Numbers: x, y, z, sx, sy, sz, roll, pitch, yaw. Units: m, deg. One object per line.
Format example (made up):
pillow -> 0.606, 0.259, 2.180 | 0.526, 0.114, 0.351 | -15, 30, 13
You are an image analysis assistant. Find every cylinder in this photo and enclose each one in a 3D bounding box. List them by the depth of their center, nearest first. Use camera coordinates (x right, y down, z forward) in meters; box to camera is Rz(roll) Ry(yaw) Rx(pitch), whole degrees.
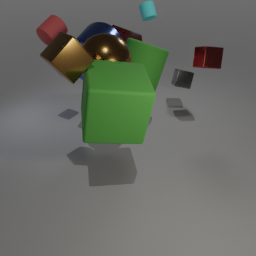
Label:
cylinder -> -2.372, -3.034, 8.756 | 0.700, 0.700, 0.700 | 21, 64, 32
cylinder -> -1.010, -2.375, 8.767 | 1.400, 1.400, 1.400 | 8, 44, 14
cylinder -> 0.451, -2.041, 9.142 | 1.400, 1.400, 1.400 | 17, 19, -6
cylinder -> 0.935, -5.494, 13.160 | 0.700, 0.700, 0.700 | -15, 5, 1

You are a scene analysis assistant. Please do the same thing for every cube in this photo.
cube -> -1.288, -1.488, 5.922 | 0.700, 0.700, 0.700 | -49, 42, -4
cube -> -0.317, -0.602, 6.441 | 1.400, 1.400, 1.400 | 2, 39, -13
cube -> 2.718, -2.395, 9.545 | 0.700, 0.700, 0.700 | -1, 14, -18
cube -> -0.263, -3.310, 12.146 | 1.400, 1.400, 1.400 | 13, 49, -19
cube -> 2.359, -2.141, 12.150 | 0.700, 0.700, 0.700 | 10, 16, -8

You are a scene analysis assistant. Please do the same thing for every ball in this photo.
ball -> -0.593, -1.742, 7.306 | 1.400, 1.400, 1.400 | 0, 30, 0
